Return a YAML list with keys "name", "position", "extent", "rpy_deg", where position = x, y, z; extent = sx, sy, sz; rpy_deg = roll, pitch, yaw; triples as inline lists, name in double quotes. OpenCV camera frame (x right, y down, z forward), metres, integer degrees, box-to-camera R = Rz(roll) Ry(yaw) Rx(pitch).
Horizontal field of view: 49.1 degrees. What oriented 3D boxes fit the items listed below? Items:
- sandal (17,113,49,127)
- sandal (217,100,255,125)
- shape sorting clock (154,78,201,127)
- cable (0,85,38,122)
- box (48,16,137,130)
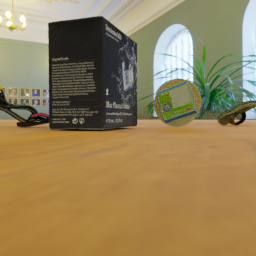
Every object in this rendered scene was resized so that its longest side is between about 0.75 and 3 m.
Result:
- name: "sandal"
  position: [-2.644, -0.290, 8.587]
  extent: [1.634, 0.368, 0.614]
  rpy_deg: [-13, 4, -44]
- name: "sandal"
  position: [3.798, -0.403, 9.792]
  extent: [0.801, 0.576, 2.018]
  rpy_deg: [-12, -13, -12]
- name: "shape sorting clock"
  position: [1.522, -0.787, 8.708]
  extent: [1.504, 1.504, 0.295]
  rpy_deg: [1, -5, 28]
- name: "cable"
  position: [-3.865, -0.773, 8.586]
  extent: [0.675, 1.303, 2.683]
  rpy_deg: [-5, -38, 41]
- name: "box"
  position: [-0.736, -1.160, 6.925]
  extent: [1.387, 2.363, 2.324]
  rpy_deg: [0, 3, 20]
